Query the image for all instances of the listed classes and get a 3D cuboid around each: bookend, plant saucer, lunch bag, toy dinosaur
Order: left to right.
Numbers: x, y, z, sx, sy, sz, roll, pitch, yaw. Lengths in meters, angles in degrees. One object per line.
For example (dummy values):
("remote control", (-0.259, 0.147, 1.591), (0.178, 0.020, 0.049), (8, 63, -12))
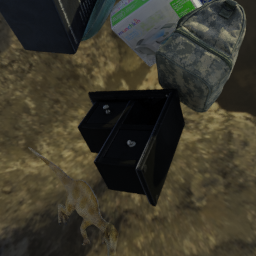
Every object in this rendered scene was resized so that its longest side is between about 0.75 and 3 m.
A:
("toy dinosaur", (-1.003, 1.490, 5.782), (0.793, 1.378, 2.725), (-27, 58, -38))
("plant saucer", (-0.724, -3.220, 7.061), (0.312, 2.276, 2.276), (20, 74, -27))
("bookend", (-0.190, 0.224, 5.375), (2.051, 0.945, 2.038), (2, 43, 28))
("lunch bag", (1.505, -1.384, 5.559), (1.338, 1.920, 1.611), (39, 86, 17))

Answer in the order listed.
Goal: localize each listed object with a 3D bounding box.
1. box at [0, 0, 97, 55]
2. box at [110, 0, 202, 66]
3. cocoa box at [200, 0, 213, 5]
("box", (-1.747, -3.283, 6.108), (1.442, 2.327, 2.288), (7, 64, 12))
("box", (0.748, -2.536, 6.461), (1.761, 1.554, 0.851), (-24, 52, 29))
("cocoa box", (1.767, -4.303, 7.024), (1.585, 2.416, 1.611), (16, 64, 22))
